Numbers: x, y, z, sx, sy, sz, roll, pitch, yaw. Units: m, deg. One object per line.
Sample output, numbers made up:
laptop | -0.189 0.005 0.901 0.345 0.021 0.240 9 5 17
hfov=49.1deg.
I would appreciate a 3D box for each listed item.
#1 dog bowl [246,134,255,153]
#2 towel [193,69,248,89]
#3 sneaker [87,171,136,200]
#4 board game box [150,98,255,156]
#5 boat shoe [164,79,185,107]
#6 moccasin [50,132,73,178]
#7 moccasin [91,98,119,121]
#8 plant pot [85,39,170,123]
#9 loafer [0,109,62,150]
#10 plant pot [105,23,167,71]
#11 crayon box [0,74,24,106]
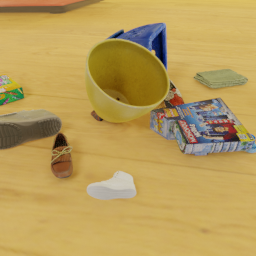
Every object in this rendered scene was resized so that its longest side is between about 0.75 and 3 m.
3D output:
dog bowl | 3.954 0.491 9.166 0.497 0.221 0.892 2 33 4
towel | 4.434 -2.373 13.474 2.170 0.396 1.610 -11 33 -15
sneaker | -0.451 1.492 7.439 1.268 0.467 0.733 5 30 -10
board game box | 2.198 0.010 9.329 2.747 0.848 2.749 -4 33 -3
boat shoe | 1.841 -1.363 11.631 0.779 0.685 2.189 -4 34 -9
moccasin | -1.949 0.771 8.270 0.671 0.708 1.834 -4 33 -6
moccasin | -0.794 -0.815 10.940 0.622 0.589 1.610 30 52 25
plant pot | -0.295 -1.334 9.792 2.872 2.039 2.872 12 56 -18
loafer | -3.669 -0.029 9.314 2.802 1.060 0.957 -7 31 -28
plant pot | 0.249 -2.957 12.363 2.457 2.733 2.733 6 33 20
crayon box | -5.520 -1.712 12.264 1.164 0.571 1.960 -24 40 -33
